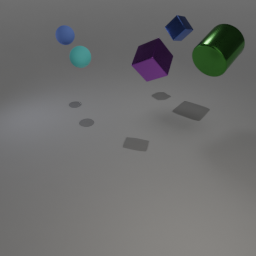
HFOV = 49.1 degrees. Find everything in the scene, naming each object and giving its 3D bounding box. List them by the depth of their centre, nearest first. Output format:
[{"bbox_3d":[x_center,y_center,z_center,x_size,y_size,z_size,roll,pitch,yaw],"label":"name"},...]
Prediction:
[{"bbox_3d":[0.635,-1.738,7.213,0.700,0.700,0.700,-9,52,42],"label":"cube"},{"bbox_3d":[-1.559,-2.323,9.156,0.700,0.700,0.700,0,30,0],"label":"ball"},{"bbox_3d":[3.327,-2.858,10.343,1.400,1.400,1.400,26,62,37],"label":"cylinder"},{"bbox_3d":[-2.349,-3.463,10.459,0.700,0.700,0.700,0,30,0],"label":"ball"},{"bbox_3d":[2.069,-4.028,11.335,0.700,0.700,0.700,-19,76,-50],"label":"cube"}]
